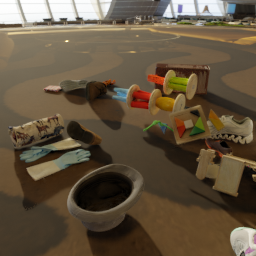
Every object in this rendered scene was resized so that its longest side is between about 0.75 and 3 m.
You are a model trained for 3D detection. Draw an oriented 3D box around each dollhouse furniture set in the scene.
[{"bbox_3d":[2.850,1.177,7.694,1.566,0.897,1.837,17,6,29],"label":"dollhouse furniture set"}]

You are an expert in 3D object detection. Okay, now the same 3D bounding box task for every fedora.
[{"bbox_3d":[-0.457,1.615,6.173,1.536,0.784,1.736,17,35,34],"label":"fedora"}]

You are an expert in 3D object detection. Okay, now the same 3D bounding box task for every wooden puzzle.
[{"bbox_3d":[2.078,-0.143,9.444,1.989,0.233,1.342,-22,61,6],"label":"wooden puzzle"}]

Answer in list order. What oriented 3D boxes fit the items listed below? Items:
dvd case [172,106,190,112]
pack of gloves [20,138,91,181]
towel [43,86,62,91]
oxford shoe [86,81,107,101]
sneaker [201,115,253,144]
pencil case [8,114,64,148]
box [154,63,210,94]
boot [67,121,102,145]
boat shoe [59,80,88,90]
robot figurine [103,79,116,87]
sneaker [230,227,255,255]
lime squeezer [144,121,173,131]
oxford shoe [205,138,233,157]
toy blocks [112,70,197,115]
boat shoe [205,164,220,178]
[{"bbox_3d":[2.418,-0.726,11.844,0.947,0.117,0.712,22,35,39],"label":"dvd case"},{"bbox_3d":[-2.211,0.735,8.503,1.933,0.381,1.624,-18,30,-33],"label":"pack of gloves"},{"bbox_3d":[-3.920,-2.056,14.661,0.858,0.128,0.628,6,26,18],"label":"towel"},{"bbox_3d":[-1.492,-1.834,13.417,0.910,0.783,2.155,5,26,7],"label":"oxford shoe"},{"bbox_3d":[3.153,-0.055,9.606,2.157,0.874,0.810,5,28,14],"label":"sneaker"},{"bbox_3d":[-3.061,0.051,9.516,1.835,0.714,0.821,-20,53,-35],"label":"pencil case"},{"bbox_3d":[2.687,-2.492,14.179,2.642,1.323,0.990,4,26,5],"label":"box"},{"bbox_3d":[-1.509,0.212,9.502,1.563,0.575,0.590,27,5,39],"label":"boot"},{"bbox_3d":[-2.839,-2.254,14.740,1.526,0.549,0.473,-4,0,-14],"label":"boat shoe"},{"bbox_3d":[-1.088,-2.465,15.354,0.596,0.239,0.823,14,29,31],"label":"robot figurine"},{"bbox_3d":[1.849,2.500,4.238,1.544,0.858,2.207,-7,26,-16],"label":"sneaker"},{"bbox_3d":[1.013,-0.061,9.057,1.005,0.355,0.190,1,-3,-10],"label":"lime squeezer"},{"bbox_3d":[2.897,0.534,8.847,0.424,0.432,1.190,-11,28,-21],"label":"oxford shoe"},{"bbox_3d":[1.051,-1.565,11.540,2.933,1.065,2.445,16,50,26],"label":"toy blocks"},{"bbox_3d":[2.491,1.195,7.734,1.091,0.396,0.342,-4,-17,4],"label":"boat shoe"}]
